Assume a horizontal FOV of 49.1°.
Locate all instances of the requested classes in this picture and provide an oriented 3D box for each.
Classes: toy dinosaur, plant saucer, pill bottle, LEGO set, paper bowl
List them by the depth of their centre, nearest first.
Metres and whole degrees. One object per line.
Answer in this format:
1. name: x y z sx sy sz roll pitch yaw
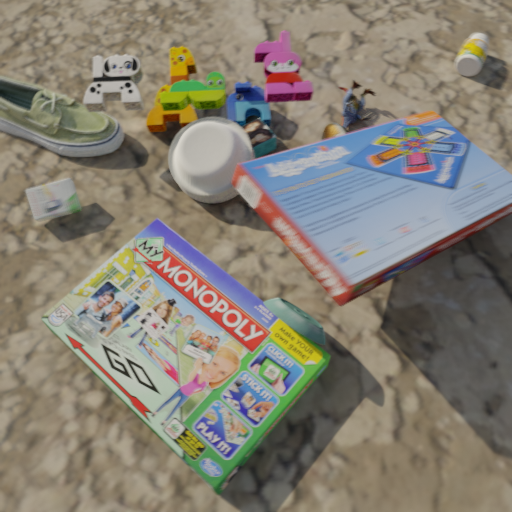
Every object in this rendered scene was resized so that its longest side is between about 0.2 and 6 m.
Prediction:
1. plant saucer: 0.707 1.060 9.549 1.262 1.262 0.227 35 94 18
2. paper bowl: -0.924 -2.005 11.350 1.725 0.897 1.725 -2 75 8
3. LEGO set: -1.217 -3.878 12.120 4.576 1.745 1.878 -3 79 -2
4. toy dinosaur: 2.181 -3.190 12.646 0.790 1.504 1.365 28 88 -18
5. pill bottle: 5.219 -4.863 13.468 0.589 0.589 1.044 24 63 13

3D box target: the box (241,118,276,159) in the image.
1. box: -0.430 -2.303 12.071 1.659 0.408 0.683 -30 64 -17

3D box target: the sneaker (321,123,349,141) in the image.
1. sneaker: 2.294 -1.657 11.476 1.161 1.002 2.649 -20 70 -21

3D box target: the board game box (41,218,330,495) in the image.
1. board game box: -1.246 1.501 9.726 4.212 0.613 2.834 37 67 20

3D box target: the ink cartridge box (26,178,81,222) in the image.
1. ink cartridge box: -4.035 -1.107 11.174 0.887 0.388 0.644 -16 90 -9

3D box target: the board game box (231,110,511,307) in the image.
1. board game box: 2.502 -1.204 10.104 5.463 0.531 2.812 -22 62 -35

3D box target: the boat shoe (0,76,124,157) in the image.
1. boat shoe: -4.526 -3.029 12.126 3.344 1.037 1.204 14 61 8
